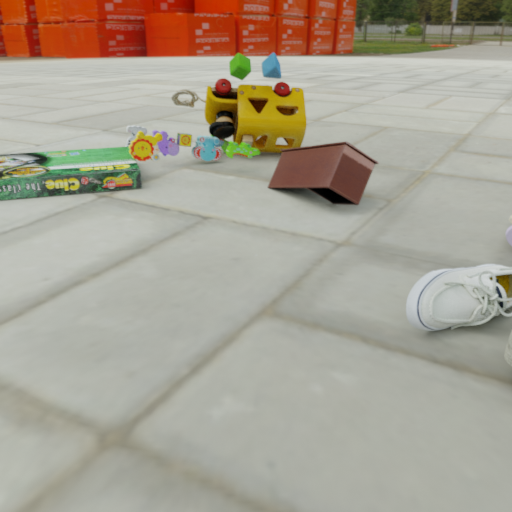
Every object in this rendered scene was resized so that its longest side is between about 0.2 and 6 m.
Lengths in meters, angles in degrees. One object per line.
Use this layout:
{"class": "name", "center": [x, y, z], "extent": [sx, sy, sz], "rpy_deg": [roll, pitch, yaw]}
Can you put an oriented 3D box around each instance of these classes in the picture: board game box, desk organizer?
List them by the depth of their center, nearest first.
{"class": "desk organizer", "center": [1.166, -1.515, 10.552], "extent": [0.798, 0.857, 2.225], "rpy_deg": [26, -6, -28]}
{"class": "board game box", "center": [-4.624, -1.698, 11.523], "extent": [4.263, 0.500, 2.233], "rpy_deg": [-7, 22, -15]}

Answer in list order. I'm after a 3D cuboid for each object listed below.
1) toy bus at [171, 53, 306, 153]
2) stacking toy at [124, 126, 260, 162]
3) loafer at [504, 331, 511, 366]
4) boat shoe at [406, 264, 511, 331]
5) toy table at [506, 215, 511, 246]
{"class": "toy bus", "center": [-0.180, -3.218, 13.474], "extent": [2.856, 1.476, 2.695], "rpy_deg": [-20, -28, 33]}
{"class": "stacking toy", "center": [-1.583, -2.470, 12.832], "extent": [2.816, 0.662, 2.123], "rpy_deg": [2, 16, -20]}
{"class": "loafer", "center": [3.803, 0.523, 5.686], "extent": [3.409, 1.192, 1.190], "rpy_deg": [-24, 40, -36]}
{"class": "boat shoe", "center": [2.515, 0.463, 6.233], "extent": [1.803, 0.666, 0.769], "rpy_deg": [-8, 4, -33]}
{"class": "toy table", "center": [4.086, -0.355, 8.217], "extent": [0.794, 0.730, 0.465], "rpy_deg": [26, 43, 2]}
